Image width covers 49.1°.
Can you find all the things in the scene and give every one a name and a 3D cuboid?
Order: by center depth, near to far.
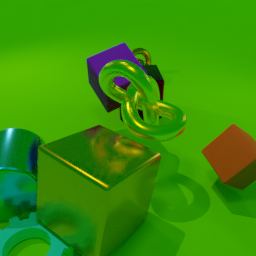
[{"bbox_3d":[-1.556,1.932,4.370,1.369,0.253,1.369,2,31,-1],"label":"gear"},{"bbox_3d":[-0.498,0.957,4.598,1.397,1.397,1.397,24,28,29],"label":"cube"},{"bbox_3d":[-2.128,0.832,5.205,1.235,1.235,1.235,-6,34,-9],"label":"cylinder"},{"bbox_3d":[0.207,-0.575,5.407,0.884,1.790,1.913,-44,18,12],"label":"knot shape"},{"bbox_3d":[2.131,0.576,5.439,0.836,0.836,0.836,22,30,-42],"label":"cube"},{"bbox_3d":[-0.285,-1.176,6.647,1.019,1.019,1.019,-28,71,-15],"label":"cube"},{"bbox_3d":[0.324,-1.048,8.111,1.198,1.198,1.198,-3,33,-4],"label":"cube"},{"bbox_3d":[0.062,-2.541,10.466,1.469,0.725,1.570,36,46,12],"label":"knot shape"}]
